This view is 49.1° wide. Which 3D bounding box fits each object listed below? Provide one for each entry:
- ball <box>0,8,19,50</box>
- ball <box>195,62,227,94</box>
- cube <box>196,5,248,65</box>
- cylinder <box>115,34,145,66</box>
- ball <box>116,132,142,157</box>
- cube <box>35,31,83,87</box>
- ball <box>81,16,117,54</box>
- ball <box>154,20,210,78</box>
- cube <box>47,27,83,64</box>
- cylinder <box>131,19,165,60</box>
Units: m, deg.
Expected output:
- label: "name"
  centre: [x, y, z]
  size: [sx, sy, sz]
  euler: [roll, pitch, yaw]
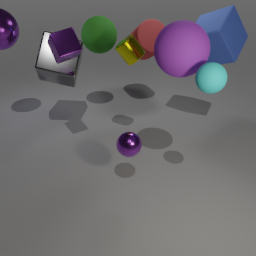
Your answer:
- label: "ball"
  centre: [-4.526, -3.431, 9.734]
  size: [1.400, 1.400, 1.400]
  euler: [0, 30, 0]
- label: "ball"
  centre: [1.888, -1.137, 6.376]
  size: [0.700, 0.700, 0.700]
  euler: [0, 30, 0]
- label: "cube"
  centre: [3.220, -3.255, 10.116]
  size: [1.400, 1.400, 1.400]
  euler: [3, 53, 49]
- label: "cylinder"
  centre: [0.067, -2.443, 8.780]
  size: [0.700, 0.700, 0.700]
  euler: [-36, 22, 17]
- label: "ball"
  centre: [0.029, 0.449, 7.675]
  size: [0.700, 0.700, 0.700]
  euler: [0, 30, 0]
- label: "cube"
  centre: [-2.511, -2.480, 10.360]
  size: [1.400, 1.400, 1.400]
  euler: [12, -9, -10]
- label: "ball"
  centre: [-1.124, -3.631, 10.934]
  size: [1.400, 1.400, 1.400]
  euler: [0, 30, 0]
- label: "ball"
  centre: [1.358, -1.991, 7.106]
  size: [1.400, 1.400, 1.400]
  euler: [0, 30, 0]
- label: "cube"
  centre: [-1.824, -2.359, 8.048]
  size: [0.700, 0.700, 0.700]
  euler: [-26, 6, -21]
- label: "cylinder"
  centre: [0.831, -3.772, 12.084]
  size: [1.400, 1.400, 1.400]
  euler: [-10, 5, -17]
